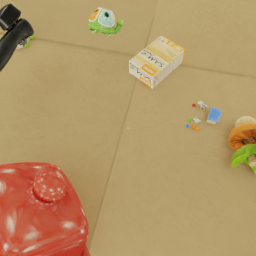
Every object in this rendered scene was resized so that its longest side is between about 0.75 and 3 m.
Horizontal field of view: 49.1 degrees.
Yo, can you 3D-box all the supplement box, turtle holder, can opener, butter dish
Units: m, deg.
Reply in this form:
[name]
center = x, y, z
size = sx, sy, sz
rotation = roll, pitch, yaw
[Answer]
[supplement box]
center = 0.998, -2.288, 9.581
size = 1.090, 0.636, 1.729
rotation = 38, 66, 21
[turtle holder]
center = -0.546, -2.629, 6.998
size = 0.851, 0.604, 0.647
rotation = 16, 23, -4
[can opener]
center = -2.801, -1.861, 6.335
size = 0.905, 0.730, 2.303
rotation = 34, 45, -32
[butter dish]
center = -1.655, 1.434, 4.738
size = 2.474, 1.834, 2.481
rotation = 1, 46, -47

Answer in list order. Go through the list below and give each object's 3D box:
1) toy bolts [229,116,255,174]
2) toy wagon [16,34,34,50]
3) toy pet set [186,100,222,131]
[toy bolts]
center = 4.150, 0.231, 7.396
size = 2.360, 2.254, 1.637
rotation = 19, 51, -9
[toy wagon]
center = -4.058, -3.493, 10.538
size = 1.021, 0.260, 1.316
rotation = 15, 59, 8
[toy pet set]
center = 2.331, -0.410, 8.532
size = 0.896, 0.509, 0.959
rotation = 16, 61, 10
